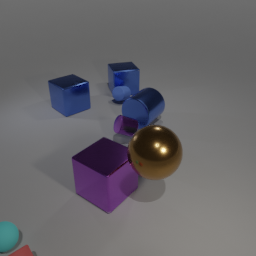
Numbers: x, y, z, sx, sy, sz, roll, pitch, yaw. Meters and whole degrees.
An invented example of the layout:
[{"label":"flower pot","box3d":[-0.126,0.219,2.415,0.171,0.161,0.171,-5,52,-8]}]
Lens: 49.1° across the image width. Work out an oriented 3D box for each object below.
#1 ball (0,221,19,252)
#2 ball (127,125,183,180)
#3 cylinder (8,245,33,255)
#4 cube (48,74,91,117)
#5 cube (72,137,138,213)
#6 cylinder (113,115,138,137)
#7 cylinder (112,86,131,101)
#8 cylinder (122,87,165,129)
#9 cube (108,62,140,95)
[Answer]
[{"label":"ball","box3d":[-3.019,2.627,6.781,0.700,0.700,0.700,0,31,0]},{"label":"ball","box3d":[0.676,0.613,7.093,1.400,1.400,1.400,0,31,0]},{"label":"cylinder","box3d":[-2.301,2.971,5.915,0.700,0.700,0.700,-25,78,-35]},{"label":"cube","box3d":[-2.759,-1.579,13.271,1.400,1.400,1.400,-24,38,-35]},{"label":"cube","box3d":[-0.641,1.344,8.335,1.400,1.400,1.400,22,37,32]},{"label":"cylinder","box3d":[-0.081,-0.076,10.498,0.700,0.700,0.700,14,23,-29]},{"label":"cylinder","box3d":[-0.317,-1.727,13.972,0.700,0.700,0.700,17,17,26]},{"label":"cylinder","box3d":[0.669,-0.870,12.058,1.400,1.400,1.400,19,35,28]},{"label":"cube","box3d":[-0.249,-2.645,15.073,1.400,1.400,1.400,-9,32,-14]}]
